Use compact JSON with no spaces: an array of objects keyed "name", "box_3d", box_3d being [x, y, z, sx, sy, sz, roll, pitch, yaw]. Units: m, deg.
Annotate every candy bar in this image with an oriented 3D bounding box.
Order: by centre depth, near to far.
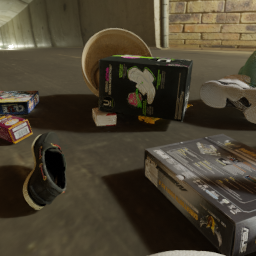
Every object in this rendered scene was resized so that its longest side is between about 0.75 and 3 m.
[{"name":"candy bar","box_3d":[1.377,-0.631,9.971,0.674,0.300,2.704,18,26,36]}]

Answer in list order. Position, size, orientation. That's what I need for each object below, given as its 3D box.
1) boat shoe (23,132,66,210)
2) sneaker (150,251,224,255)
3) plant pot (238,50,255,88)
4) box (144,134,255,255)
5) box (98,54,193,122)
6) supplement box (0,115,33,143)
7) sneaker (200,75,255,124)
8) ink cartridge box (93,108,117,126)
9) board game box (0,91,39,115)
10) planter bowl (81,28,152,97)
[{"name":"boat shoe","box_3d":[-1.451,0.641,5.308,0.613,0.715,1.955,-34,29,10]},{"name":"sneaker","box_3d":[-0.070,1.868,2.358,2.646,0.996,1.171,-7,35,-7]},{"name":"plant pot","box_3d":[5.513,-1.959,10.868,2.732,2.732,1.831,-14,-3,-35]},{"name":"box","box_3d":[1.756,0.944,5.042,2.067,0.631,2.610,-8,21,-22]},{"name":"box","box_3d":[0.616,-1.421,9.195,2.715,1.687,2.016,9,21,13]},{"name":"supplement box","box_3d":[-3.234,0.004,7.755,1.059,0.453,0.584,13,35,37]},{"name":"sneaker","box_3d":[4.122,-1.095,9.522,2.974,1.117,1.709,23,35,32]},{"name":"ink cartridge box","box_3d":[-0.779,-0.380,9.155,0.653,0.379,0.885,-4,19,-13]},{"name":"board game box","box_3d":[-5.004,-0.961,10.616,2.838,0.491,1.923,-2,20,-5]},{"name":"planter bowl","box_3d":[-0.613,-2.357,11.712,2.901,2.901,1.953,-7,-5,-18]}]
